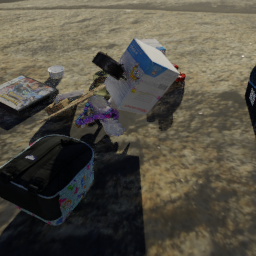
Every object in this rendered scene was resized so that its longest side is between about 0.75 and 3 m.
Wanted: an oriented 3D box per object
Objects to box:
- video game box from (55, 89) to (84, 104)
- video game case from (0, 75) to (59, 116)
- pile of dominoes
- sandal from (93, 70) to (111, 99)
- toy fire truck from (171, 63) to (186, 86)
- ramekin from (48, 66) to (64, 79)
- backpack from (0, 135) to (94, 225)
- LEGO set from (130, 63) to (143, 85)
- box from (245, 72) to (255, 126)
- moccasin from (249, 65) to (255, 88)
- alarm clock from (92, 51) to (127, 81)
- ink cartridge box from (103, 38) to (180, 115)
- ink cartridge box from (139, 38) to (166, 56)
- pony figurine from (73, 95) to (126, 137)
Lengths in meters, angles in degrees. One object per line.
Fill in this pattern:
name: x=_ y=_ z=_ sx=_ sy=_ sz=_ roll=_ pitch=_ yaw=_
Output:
video game box: x=-2.646 y=-1.407 z=12.644 sx=1.170 sy=0.274 sz=1.066 roll=-18 pitch=-1 yaw=-21
video game case: x=-5.090 y=-1.641 z=13.367 sx=2.636 sy=0.336 sz=2.382 roll=23 pitch=42 yaw=27
pile of dominoes: x=-2.307 y=-1.157 z=11.435 sx=2.634 sy=0.419 sz=2.053 roll=-23 pitch=16 yaw=25
sandal: x=-1.200 y=-2.241 z=13.730 sx=1.180 sy=0.848 sz=2.971 roll=-10 pitch=38 yaw=-13
toy fire truck: x=2.230 y=-2.916 z=14.620 sx=1.557 sy=1.040 sz=1.854 roll=-8 pitch=35 yaw=-41
ramekin: x=-3.839 y=-2.987 z=15.069 sx=0.865 sy=0.422 sz=0.865 roll=0 pitch=38 yaw=0
backpack: x=-2.171 y=1.362 z=8.125 sx=2.207 sy=1.872 sz=2.486 roll=17 pitch=41 yaw=19
LEGO set: x=0.292 y=-1.750 z=9.312 sx=0.401 sy=0.324 sz=0.872 roll=-26 pitch=48 yaw=25
box: x=6.533 y=-1.216 z=11.963 sx=2.350 sy=1.344 sz=2.581 roll=5 pitch=38 yaw=8
moccasin: x=5.496 y=-1.709 z=10.769 sx=1.055 sy=0.894 sz=2.623 roll=-12 pitch=38 yaw=-13
alarm clock: x=-0.757 y=-2.268 z=9.914 sx=1.721 sy=1.161 sz=0.573 roll=36 pitch=94 yaw=44
ink cartridge box: x=0.368 y=-1.770 z=10.746 sx=1.606 sy=2.498 sz=1.564 roll=11 pitch=39 yaw=-43
ink cartridge box: x=1.308 y=-4.734 z=17.048 sx=1.363 sy=0.800 sz=1.862 roll=-9 pitch=37 yaw=-13
pony figurine: x=-0.953 y=-0.635 z=11.222 sx=2.101 sy=1.813 sz=2.177 roll=-6 pitch=27 yaw=41
